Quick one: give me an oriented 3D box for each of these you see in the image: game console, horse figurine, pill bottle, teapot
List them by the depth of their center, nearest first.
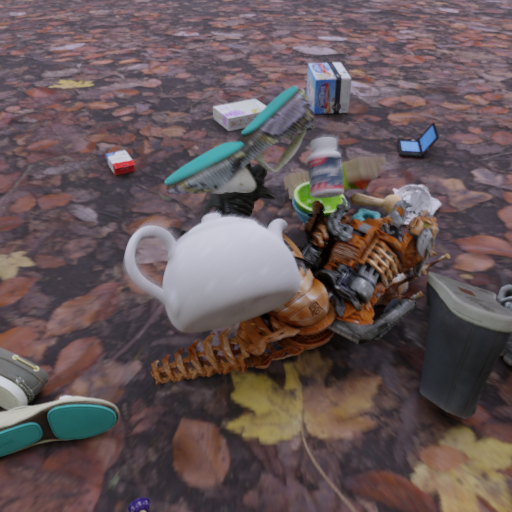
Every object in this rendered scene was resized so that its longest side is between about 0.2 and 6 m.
[{"bbox_3d":[-0.486,0.112,7.864,2.037,2.063,1.507,-21,76,6],"label":"teapot"},{"bbox_3d":[1.153,-1.472,9.377,0.561,0.939,0.561,-4,-3,0],"label":"pill bottle"},{"bbox_3d":[2.760,0.414,10.497,1.408,0.530,2.125,-29,11,47],"label":"horse figurine"},{"bbox_3d":[4.548,-3.297,15.847,0.981,0.675,1.138,5,36,6],"label":"game console"}]

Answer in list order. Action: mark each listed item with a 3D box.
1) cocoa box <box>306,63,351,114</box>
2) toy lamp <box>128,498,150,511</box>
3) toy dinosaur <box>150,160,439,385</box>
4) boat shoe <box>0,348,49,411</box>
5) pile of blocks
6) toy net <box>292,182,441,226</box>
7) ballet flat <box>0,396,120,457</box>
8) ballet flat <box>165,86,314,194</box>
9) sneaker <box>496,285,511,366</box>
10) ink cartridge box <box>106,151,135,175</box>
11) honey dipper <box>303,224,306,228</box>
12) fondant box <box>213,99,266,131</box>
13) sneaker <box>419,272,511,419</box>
[{"bbox_3d":[2.358,-5.569,18.556,1.165,1.184,1.775,-2,36,-3],"label":"cocoa box"},{"bbox_3d":[-1.262,3.472,6.755,0.325,0.325,1.118,-17,39,-22],"label":"toy lamp"},{"bbox_3d":[0.565,0.342,9.421,5.121,2.616,3.476,-20,52,-30],"label":"toy dinosaur"},{"bbox_3d":[-4.306,1.678,8.872,2.252,0.805,0.673,23,42,20],"label":"boat shoe"},{"bbox_3d":[1.810,-1.665,13.091,2.567,0.798,1.054,-7,-2,39],"label":"pile of blocks"},{"bbox_3d":[2.751,-0.986,12.443,3.852,0.744,2.021,-12,44,-21],"label":"toy net"},{"bbox_3d":[-3.006,2.341,8.091,2.007,0.697,0.697,-9,37,-12],"label":"ballet flat"},{"bbox_3d":[-0.109,-1.600,9.018,2.848,1.024,1.024,-40,48,-15],"label":"ballet flat"},{"bbox_3d":[4.572,1.378,8.624,0.975,1.501,2.599,-17,38,-19],"label":"sneaker"},{"bbox_3d":[-3.611,-2.457,14.981,0.550,0.318,0.947,-16,39,-21],"label":"ink cartridge box"},{"bbox_3d":[1.352,-0.985,13.014,0.227,0.227,1.194,12,38,16],"label":"honey dipper"},{"bbox_3d":[-0.440,-4.458,17.656,1.532,0.446,1.105,-18,40,-22],"label":"fondant box"},{"bbox_3d":[3.149,1.309,9.161,1.188,1.687,3.176,19,11,11],"label":"sneaker"}]
